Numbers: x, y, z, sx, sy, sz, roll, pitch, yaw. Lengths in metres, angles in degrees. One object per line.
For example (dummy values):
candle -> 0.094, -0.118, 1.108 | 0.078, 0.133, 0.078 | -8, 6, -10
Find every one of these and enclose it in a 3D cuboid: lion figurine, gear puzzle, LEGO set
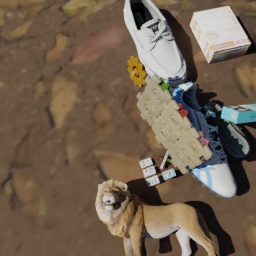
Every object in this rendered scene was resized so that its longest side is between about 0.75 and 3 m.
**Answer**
lion figurine -> 0.619, 1.928, 5.741 | 2.622, 0.950, 1.606 | 7, 60, -12
gear puzzle -> 0.740, -0.369, 5.789 | 0.350, 1.383, 2.670 | -27, 75, -24
LEGO set -> 0.789, 0.924, 6.497 | 0.895, 0.220, 0.669 | -23, 57, 4

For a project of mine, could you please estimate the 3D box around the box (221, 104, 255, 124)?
box -> 2.696, -0.338, 6.342 | 1.122, 0.276, 0.462 | -6, 21, -27

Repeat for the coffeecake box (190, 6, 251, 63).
coffeecake box -> 2.566, -2.648, 7.904 | 1.109, 0.528, 1.445 | -14, 67, -8

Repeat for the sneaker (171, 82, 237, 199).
sneaker -> 1.668, 0.198, 6.262 | 1.009, 1.017, 2.808 | 1, 57, -44

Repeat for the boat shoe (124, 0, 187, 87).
boat shoe -> 0.702, -2.500, 7.541 | 1.079, 0.985, 2.998 | -20, 69, -2

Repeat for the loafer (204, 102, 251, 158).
loafer -> 2.335, 0.058, 6.704 | 0.609, 0.564, 1.619 | -44, 54, 26
